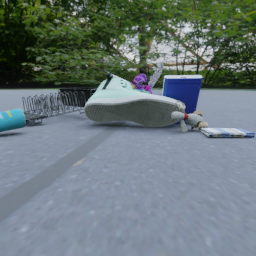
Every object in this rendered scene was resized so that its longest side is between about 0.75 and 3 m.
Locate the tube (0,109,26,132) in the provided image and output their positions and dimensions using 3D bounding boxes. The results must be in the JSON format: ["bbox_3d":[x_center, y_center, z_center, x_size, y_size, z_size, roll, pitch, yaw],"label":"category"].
[{"bbox_3d":[-3.526,-0.050,6.722,1.992,0.502,0.771,-16,32,-37],"label":"tube"}]

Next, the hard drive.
[{"bbox_3d":[1.539,-0.805,8.354,1.067,1.617,0.205,-1,39,-3],"label":"hard drive"}]

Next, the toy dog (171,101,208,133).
[{"bbox_3d":[1.601,-0.188,7.605,1.118,0.539,0.738,24,44,-12],"label":"toy dog"}]

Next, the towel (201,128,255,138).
[{"bbox_3d":[2.489,0.119,7.099,1.151,0.137,0.845,1,9,0],"label":"towel"}]

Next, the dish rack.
[{"bbox_3d":[-2.716,-0.832,9.776,2.975,0.812,2.282,-18,17,-40],"label":"dish rack"}]

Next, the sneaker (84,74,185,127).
[{"bbox_3d":[0.279,-0.980,8.573,2.939,1.082,1.734,4,42,12],"label":"sneaker"}]

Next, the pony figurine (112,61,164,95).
[{"bbox_3d":[0.483,-1.258,10.253,2.404,2.002,2.321,15,-12,7],"label":"pony figurine"}]
